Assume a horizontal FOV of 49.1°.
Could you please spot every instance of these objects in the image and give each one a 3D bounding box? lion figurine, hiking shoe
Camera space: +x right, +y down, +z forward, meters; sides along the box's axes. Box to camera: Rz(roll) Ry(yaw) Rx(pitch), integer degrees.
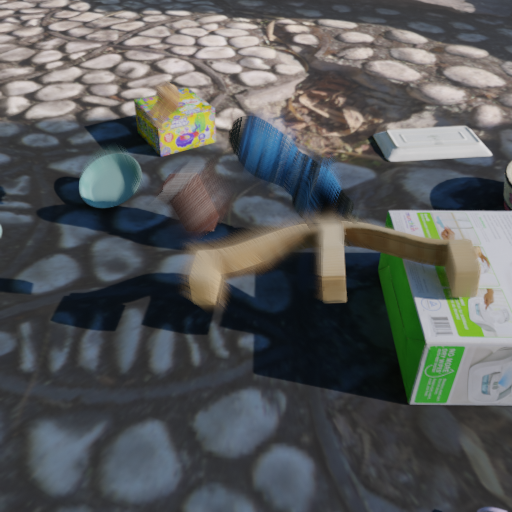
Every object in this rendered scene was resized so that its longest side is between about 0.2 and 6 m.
[{"bbox_3d":[-1.463,-2.459,9.108,0.746,0.441,1.218,-49,26,0],"label":"lion figurine"},{"bbox_3d":[0.658,-1.447,9.152,0.911,2.449,1.062,-56,21,-14],"label":"hiking shoe"}]

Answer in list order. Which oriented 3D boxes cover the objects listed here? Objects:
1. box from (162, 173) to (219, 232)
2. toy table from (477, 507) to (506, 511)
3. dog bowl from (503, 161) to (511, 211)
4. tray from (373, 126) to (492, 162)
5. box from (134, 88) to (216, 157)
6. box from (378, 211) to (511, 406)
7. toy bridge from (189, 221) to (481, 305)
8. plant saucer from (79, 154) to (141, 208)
[{"bbox_3d":[-0.846,-0.697,7.386,0.421,0.840,0.315,2,50,22],"label":"box"},{"bbox_3d":[2.677,3.046,6.069,0.626,0.576,0.367,8,22,31],"label":"toy table"},{"bbox_3d":[5.906,-1.147,10.975,2.160,0.796,2.160,1,39,0],"label":"dog bowl"},{"bbox_3d":[4.177,-2.731,13.326,2.512,0.279,1.349,-4,40,-5],"label":"tray"},{"bbox_3d":[-1.945,-3.240,13.444,1.474,0.899,1.420,-20,43,-24],"label":"box"},{"bbox_3d":[3.352,0.627,8.302,2.553,1.399,2.893,0,39,0],"label":"box"},{"bbox_3d":[1.096,0.043,7.893,3.939,0.536,1.324,-3,38,8],"label":"toy bridge"},{"bbox_3d":[-2.936,-1.482,11.411,1.320,0.237,1.320,-5,63,9],"label":"plant saucer"}]
